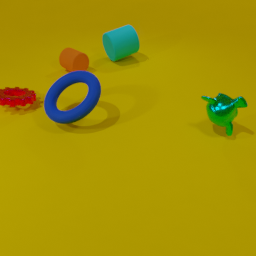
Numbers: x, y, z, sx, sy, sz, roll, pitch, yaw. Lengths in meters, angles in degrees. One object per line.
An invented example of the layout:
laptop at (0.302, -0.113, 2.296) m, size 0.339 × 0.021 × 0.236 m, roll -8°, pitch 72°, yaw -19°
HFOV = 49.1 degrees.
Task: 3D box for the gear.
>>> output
gear at (-3.237, -0.906, 8.018) m, size 1.137 × 0.210 × 1.137 m, roll 6°, pitch 25°, yaw -3°

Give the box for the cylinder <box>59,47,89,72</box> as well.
cylinder at (-1.875, -2.337, 9.760) m, size 0.760 × 0.760 × 0.760 m, roll 30°, pitch 46°, yaw 33°

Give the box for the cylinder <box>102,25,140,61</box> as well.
cylinder at (-0.265, -3.151, 10.396) m, size 1.045 × 1.045 × 1.045 m, roll -26°, pitch 43°, yaw -17°

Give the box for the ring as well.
ring at (-1.447, -0.821, 7.249) m, size 1.615 × 0.323 × 1.615 m, roll -11°, pitch 56°, yaw 17°

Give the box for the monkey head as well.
monkey head at (2.336, -0.431, 6.699) m, size 0.740 × 1.228 × 0.884 m, roll -40°, pitch 10°, yaw -18°
